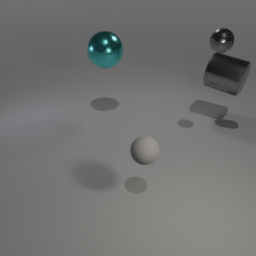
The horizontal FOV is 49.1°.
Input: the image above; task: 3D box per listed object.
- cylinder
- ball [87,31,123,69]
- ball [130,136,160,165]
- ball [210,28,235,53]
[{"bbox_3d":[3.945,-2.153,11.206,1.400,1.400,1.400,25,37,25],"label":"cylinder"},{"bbox_3d":[-0.879,-3.017,10.842,1.400,1.400,1.400,0,29,0],"label":"ball"},{"bbox_3d":[0.405,0.537,6.706,0.700,0.700,0.700,0,29,0],"label":"ball"},{"bbox_3d":[2.773,-2.578,8.265,0.700,0.700,0.700,0,29,0],"label":"ball"}]
